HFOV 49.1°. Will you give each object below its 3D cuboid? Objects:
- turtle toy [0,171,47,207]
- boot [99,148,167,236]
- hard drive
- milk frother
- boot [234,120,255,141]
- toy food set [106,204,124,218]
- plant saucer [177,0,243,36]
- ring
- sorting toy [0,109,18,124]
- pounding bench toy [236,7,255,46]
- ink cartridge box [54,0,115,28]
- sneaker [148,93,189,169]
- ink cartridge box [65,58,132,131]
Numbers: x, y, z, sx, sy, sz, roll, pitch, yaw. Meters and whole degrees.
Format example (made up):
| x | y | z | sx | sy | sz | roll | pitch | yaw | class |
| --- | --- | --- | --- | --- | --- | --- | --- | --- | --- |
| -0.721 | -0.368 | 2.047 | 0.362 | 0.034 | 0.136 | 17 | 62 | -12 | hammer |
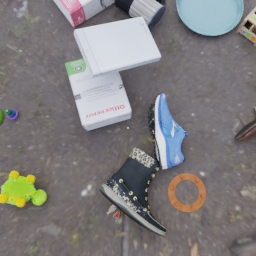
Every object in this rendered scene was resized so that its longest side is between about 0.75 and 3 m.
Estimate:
| x | y | z | sx | sy | sz | roll | pitch | yaw | class |
| --- | --- | --- | --- | --- | --- | --- | --- | --- | --- |
| -3.770 | 2.343 | 10.117 | 1.655 | 0.837 | 1.206 | 14 | 53 | 1 | turtle toy |
| 0.651 | 2.275 | 10.064 | 2.821 | 1.018 | 2.131 | 38 | 71 | -1 | boot |
| -0.318 | -2.779 | 9.479 | 2.555 | 0.341 | 1.685 | -20 | 81 | -22 | hard drive |
| 0.696 | -5.409 | 11.369 | 1.869 | 1.987 | 1.793 | 39 | 79 | 8 | milk frother |
| 5.872 | 0.762 | 10.542 | 2.683 | 0.925 | 2.879 | -31 | 87 | 4 | boot |
| -0.266 | 2.915 | 10.344 | 0.643 | 0.159 | 1.012 | 36 | 79 | 8 | toy food set |
| 3.486 | -5.239 | 12.067 | 2.862 | 0.392 | 2.862 | 0 | 81 | 0 | plant saucer |
| 2.212 | 2.410 | 10.480 | 1.423 | 0.137 | 1.423 | 0 | 76 | 0 | ring |
| -5.541 | -0.478 | 10.808 | 2.396 | 0.825 | 0.831 | -7 | 77 | -1 | sorting toy |
| 5.564 | -4.385 | 11.666 | 1.167 | 0.930 | 1.497 | 41 | 80 | 9 | pounding bench toy |
| -1.762 | -5.951 | 11.919 | 2.749 | 1.138 | 2.014 | -35 | 79 | -8 | ink cartridge box |
| 1.538 | 0.064 | 10.652 | 1.274 | 1.122 | 2.857 | -8 | 85 | -10 | sneaker |
| -1.117 | -1.405 | 10.867 | 1.915 | 1.105 | 2.621 | -16 | 77 | -4 | ink cartridge box |
